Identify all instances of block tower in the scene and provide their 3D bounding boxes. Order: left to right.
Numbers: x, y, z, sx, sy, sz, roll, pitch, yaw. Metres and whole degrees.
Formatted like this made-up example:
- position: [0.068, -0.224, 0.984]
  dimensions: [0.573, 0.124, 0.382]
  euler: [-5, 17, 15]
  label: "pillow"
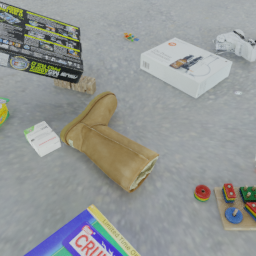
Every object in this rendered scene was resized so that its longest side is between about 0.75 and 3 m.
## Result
- position: [-1.852, -1.597, 9.700]
  dimensions: [1.579, 0.457, 0.427]
  euler: [16, 46, 14]
  label: "block tower"

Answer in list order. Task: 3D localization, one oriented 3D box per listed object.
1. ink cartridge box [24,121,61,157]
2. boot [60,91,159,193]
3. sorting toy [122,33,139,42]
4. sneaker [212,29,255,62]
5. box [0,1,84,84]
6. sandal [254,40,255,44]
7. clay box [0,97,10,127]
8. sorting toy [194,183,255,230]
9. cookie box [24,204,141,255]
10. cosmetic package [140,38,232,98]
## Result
- position: [-2.370, 0.295, 7.770]
  dimensions: [0.649, 0.375, 0.892]
  euler: [-29, 51, -27]
  label: "ink cartridge box"
- position: [-0.247, 0.253, 7.548]
  dimensions: [2.538, 0.839, 2.223]
  euler: [29, 64, 28]
  label: "boot"
- position: [0.088, -4.100, 12.512]
  dimensions: [0.524, 0.127, 0.931]
  euler: [-29, 51, -27]
  label: "sorting toy"
- position: [4.159, -3.161, 11.044]
  dimensions: [1.189, 0.777, 2.068]
  euler: [-12, 43, 3]
  label: "sneaker"
- position: [-2.468, -2.316, 7.600]
  dimensions: [2.439, 0.540, 1.954]
  euler: [10, 50, -27]
  label: "box"
- position: [5.483, -3.360, 11.594]
  dimensions: [1.965, 0.443, 0.738]
  euler: [-28, 46, -6]
  label: "sandal"
- position: [-4.425, -0.133, 8.113]
  dimensions: [1.229, 0.509, 2.139]
  euler: [11, 45, 11]
  label: "clay box"
- position: [2.670, 1.719, 6.302]
  dimensions: [2.195, 0.371, 1.058]
  euler: [0, 44, 0]
  label: "sorting toy"
- position: [-0.892, 2.812, 4.788]
  dimensions: [2.322, 0.872, 1.986]
  euler: [-32, 51, -30]
  label: "cookie box"
- position: [2.079, -2.312, 10.274]
  dimensions: [2.002, 0.686, 2.656]
  euler: [-32, 52, -32]
  label: "cosmetic package"
